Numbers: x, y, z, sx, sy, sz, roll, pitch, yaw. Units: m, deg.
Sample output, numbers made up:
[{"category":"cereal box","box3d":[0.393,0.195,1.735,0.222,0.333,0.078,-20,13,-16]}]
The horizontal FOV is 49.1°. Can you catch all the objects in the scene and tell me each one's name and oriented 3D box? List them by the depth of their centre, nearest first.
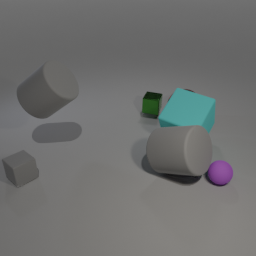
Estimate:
[{"category":"ball","box3d":[2.680,1.287,8.125,0.700,0.700,0.700,0,29,0]},{"category":"cylinder","box3d":[1.494,0.649,8.166,1.400,1.400,1.400,-4,18,46]},{"category":"cube","box3d":[-3.190,1.196,8.321,0.700,0.700,0.700,24,37,37]},{"category":"cylinder","box3d":[-2.536,-1.204,8.916,1.400,1.400,1.400,-29,16,29]},{"category":"cube","box3d":[2.045,-0.265,9.587,1.400,1.400,1.400,22,66,27]},{"category":"ball","box3d":[2.286,-0.884,11.401,1.400,1.400,1.400,0,29,0]},{"category":"cube","box3d":[1.028,-1.051,11.849,0.700,0.700,0.700,11,35,14]}]
